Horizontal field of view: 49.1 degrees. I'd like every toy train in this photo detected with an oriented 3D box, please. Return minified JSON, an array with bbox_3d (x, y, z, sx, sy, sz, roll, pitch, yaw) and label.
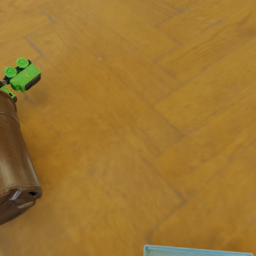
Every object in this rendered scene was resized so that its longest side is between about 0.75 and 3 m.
[{"bbox_3d":[-3.560,-0.815,7.590,0.823,0.609,2.919,42,66,-2],"label":"toy train"}]

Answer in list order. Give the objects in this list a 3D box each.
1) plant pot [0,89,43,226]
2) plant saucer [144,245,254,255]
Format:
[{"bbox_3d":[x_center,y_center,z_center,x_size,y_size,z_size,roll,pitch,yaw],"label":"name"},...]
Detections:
[{"bbox_3d":[-3.198,0.798,6.070,2.448,2.448,2.423,-27,70,-16],"label":"plant pot"},{"bbox_3d":[1.424,2.860,5.607,2.316,0.220,0.810,7,64,-6],"label":"plant saucer"}]
